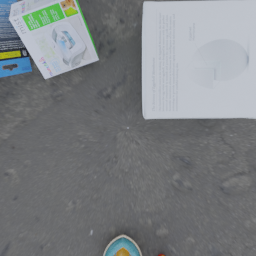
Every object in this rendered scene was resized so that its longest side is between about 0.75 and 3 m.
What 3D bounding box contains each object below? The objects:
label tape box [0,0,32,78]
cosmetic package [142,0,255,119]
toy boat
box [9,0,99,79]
[{"bbox_3d":[-3.581,-2.439,7.670,0.636,1.449,2.009,5,111,33],"label":"label tape box"},{"bbox_3d":[1.776,-1.671,7.424,2.818,1.732,2.809,0,95,1],"label":"cosmetic package"},{"bbox_3d":[0.225,3.777,7.726,1.892,0.879,1.590,-3,86,0],"label":"toy boat"},{"bbox_3d":[-1.907,-2.534,7.497,1.672,1.895,0.916,-19,47,1],"label":"box"}]
